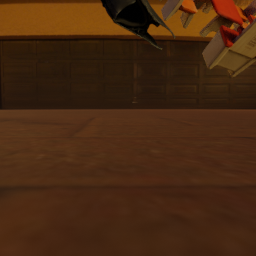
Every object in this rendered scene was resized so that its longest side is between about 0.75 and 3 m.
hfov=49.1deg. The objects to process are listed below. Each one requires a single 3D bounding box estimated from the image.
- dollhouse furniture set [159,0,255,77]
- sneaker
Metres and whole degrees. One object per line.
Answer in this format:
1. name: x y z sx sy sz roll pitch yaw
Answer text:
1. dollhouse furniture set: 2.397 -2.748 6.754 2.794 2.763 1.439 11 -37 -24
2. sneaker: -0.229 -2.580 5.235 2.600 1.356 0.781 29 -57 -37
